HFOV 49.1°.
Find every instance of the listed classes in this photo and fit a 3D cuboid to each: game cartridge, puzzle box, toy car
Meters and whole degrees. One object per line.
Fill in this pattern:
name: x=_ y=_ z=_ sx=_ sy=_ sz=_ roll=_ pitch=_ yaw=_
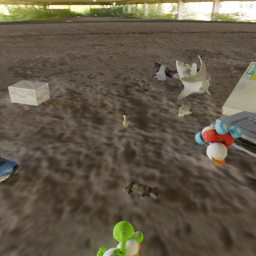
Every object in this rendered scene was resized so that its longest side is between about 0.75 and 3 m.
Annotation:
game cartridge: x=3.718 y=0.252 z=7.375 sx=1.719 sy=0.536 sz=2.581 roll=-11 pitch=28 yaw=-31
puzzle box: x=4.653 y=-1.229 z=9.420 sx=1.898 sy=0.363 sz=2.852 roll=19 pitch=53 yaw=34
toy car: x=2.200 y=0.476 z=6.737 sx=0.851 sy=0.886 sz=0.962 roll=14 pitch=63 yaw=-24

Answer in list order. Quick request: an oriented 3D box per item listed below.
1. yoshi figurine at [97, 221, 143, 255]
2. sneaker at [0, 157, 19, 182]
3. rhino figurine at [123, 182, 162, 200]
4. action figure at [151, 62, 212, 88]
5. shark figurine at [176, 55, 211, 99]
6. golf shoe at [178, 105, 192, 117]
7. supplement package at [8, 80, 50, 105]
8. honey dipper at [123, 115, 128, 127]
yoshi figurine: x=-0.193 y=1.769 z=4.129 sx=0.582 sy=0.580 sz=1.036 roll=10 pitch=24 yaw=34
sneaker: x=-3.161 y=0.728 z=6.079 sx=1.616 sy=0.720 sz=0.635 roll=6 pitch=26 yaw=11
rhino figurine: x=0.301 y=1.247 z=5.565 sx=0.763 sy=0.228 sz=0.334 roll=8 pitch=26 yaw=14
action figure: x=2.395 y=-2.293 z=12.269 sx=2.601 sy=0.902 sz=1.692 roll=13 pitch=22 yaw=18
shark figurine: x=2.325 y=-1.537 z=10.304 sx=1.282 sy=1.835 sz=3.072 roll=-36 pitch=12 yaw=8
golf shoe: x=1.906 y=-0.558 z=9.269 sx=0.373 sy=0.301 sz=0.768 roll=17 pitch=31 yaw=20
supplement package: x=-3.660 y=-1.324 z=10.439 sx=1.124 sy=0.623 sz=0.875 roll=9 pitch=28 yaw=15
honey dipper: x=-0.084 y=-0.248 z=8.775 sx=0.149 sy=0.149 sz=0.785 roll=-1 pitch=24 yaw=-2
